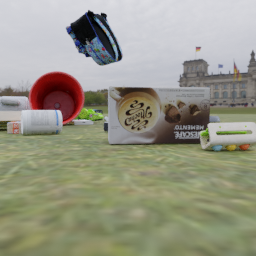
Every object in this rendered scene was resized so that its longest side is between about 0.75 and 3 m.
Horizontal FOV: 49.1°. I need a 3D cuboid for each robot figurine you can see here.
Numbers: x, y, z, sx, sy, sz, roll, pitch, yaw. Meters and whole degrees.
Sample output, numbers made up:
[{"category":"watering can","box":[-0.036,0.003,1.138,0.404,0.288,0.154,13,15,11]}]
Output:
[{"category":"robot figurine","box":[-5.562,-0.835,13.343,2.360,1.333,2.002,-1,-30,-16]}]

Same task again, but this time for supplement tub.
[{"category":"supplement tub","box":[-2.454,-0.163,7.960,1.063,0.701,0.701,0,3,-25]}]

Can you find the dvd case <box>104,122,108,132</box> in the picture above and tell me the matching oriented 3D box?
[{"category":"dvd case","box":[0.954,-0.077,9.315,2.190,0.360,2.913,2,4,36]}]

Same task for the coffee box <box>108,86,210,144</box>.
[{"category":"coffee box","box":[0.620,-0.272,5.975,2.072,1.171,0.827,1,4,-6]}]

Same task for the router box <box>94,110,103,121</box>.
[{"category":"router box","box":[-3.076,-0.842,18.431,2.317,0.720,1.736,3,4,35]}]

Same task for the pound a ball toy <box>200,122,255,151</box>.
[{"category":"pound a ball toy","box":[1.797,0.225,4.947,1.029,0.437,0.671,-1,-22,-9]}]

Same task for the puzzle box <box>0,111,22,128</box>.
[{"category":"puzzle box","box":[-4.286,-0.271,9.888,2.708,0.344,1.802,-2,-8,-19]}]

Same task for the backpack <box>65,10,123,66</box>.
[{"category":"backpack","box":[-1.224,-3.468,11.416,1.452,2.158,1.970,-28,10,22]}]

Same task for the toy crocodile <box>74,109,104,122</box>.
[{"category":"toy crocodile","box":[-2.808,-0.672,15.734,2.926,0.903,0.988,6,3,15]}]

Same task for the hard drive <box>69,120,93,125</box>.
[{"category":"hard drive","box":[-2.378,-0.284,13.939,0.941,0.187,1.427,-2,4,-24]}]

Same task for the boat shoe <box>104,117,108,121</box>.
[{"category":"boat shoe","box":[-1.399,-0.579,17.872,0.266,0.281,0.784,1,1,13]}]

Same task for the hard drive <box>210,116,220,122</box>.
[{"category":"hard drive","box":[4.340,-0.513,16.079,1.704,0.361,1.149,-2,4,-33]}]

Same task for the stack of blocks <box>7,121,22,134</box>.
[{"category":"stack of blocks","box":[-3.339,-0.027,8.738,0.637,0.324,1.107,-1,4,-14]}]

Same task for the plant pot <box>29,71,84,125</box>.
[{"category":"plant pot","box":[-3.335,-1.211,13.283,2.446,2.446,2.164,-1,-5,-13]}]
